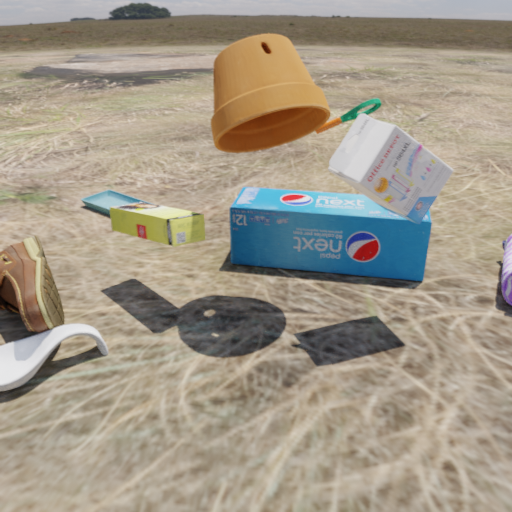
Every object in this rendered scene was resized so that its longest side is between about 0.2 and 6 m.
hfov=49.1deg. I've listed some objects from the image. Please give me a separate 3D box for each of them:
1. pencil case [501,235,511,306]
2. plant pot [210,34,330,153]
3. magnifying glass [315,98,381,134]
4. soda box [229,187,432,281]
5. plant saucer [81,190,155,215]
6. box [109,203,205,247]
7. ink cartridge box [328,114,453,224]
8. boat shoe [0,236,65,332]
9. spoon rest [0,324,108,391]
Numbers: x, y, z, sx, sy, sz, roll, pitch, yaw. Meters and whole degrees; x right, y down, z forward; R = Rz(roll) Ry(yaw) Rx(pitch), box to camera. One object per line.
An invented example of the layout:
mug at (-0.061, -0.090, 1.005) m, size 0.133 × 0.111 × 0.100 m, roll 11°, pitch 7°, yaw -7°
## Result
pencil case at (5.072, 0.179, 10.478) m, size 0.877 × 0.894 × 2.091 m, roll 7°, pitch 28°, yaw 21°
plant pot at (0.106, -2.520, 8.668) m, size 1.842 × 1.289 × 1.842 m, roll -13°, pitch -5°, yaw -1°
magnifying glass at (1.881, -2.866, 11.524) m, size 1.431 × 0.160 × 0.570 m, roll -24°, pitch -9°, yaw 12°
soda box at (1.457, -0.488, 11.329) m, size 3.852 × 1.306 × 1.236 m, roll 5°, pitch 27°, yaw 11°
plant saucer at (-3.140, -1.145, 13.860) m, size 2.699 × 0.256 × 0.943 m, roll 20°, pitch 33°, yaw 33°
box at (-1.748, -0.575, 9.701) m, size 0.726 × 0.483 × 1.928 m, roll -16°, pitch 21°, yaw -42°
ink cartridge box at (1.921, -1.318, 8.339) m, size 1.519 × 0.976 × 0.951 m, roll 27°, pitch 8°, yaw -28°
boat shoe at (-4.001, 0.564, 9.569) m, size 1.077 × 1.147 × 3.188 m, roll -19°, pitch 24°, yaw -20°
spoon rest at (-3.200, 1.449, 8.308) m, size 1.911 × 0.579 × 0.950 m, roll -15°, pitch 30°, yaw -29°
